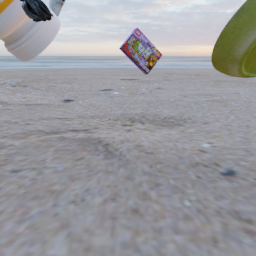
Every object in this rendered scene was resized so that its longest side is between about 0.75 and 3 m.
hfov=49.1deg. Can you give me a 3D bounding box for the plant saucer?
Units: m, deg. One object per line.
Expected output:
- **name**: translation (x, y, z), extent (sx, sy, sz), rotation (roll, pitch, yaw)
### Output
- **plant saucer**: translation (2.198, -1.339, 3.732), extent (2.203, 0.342, 2.203), rotation (-21, -21, -9)

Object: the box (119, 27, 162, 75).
- **box**: translation (0.474, -2.703, 9.919), extent (1.371, 0.938, 0.268), rotation (40, -9, -24)

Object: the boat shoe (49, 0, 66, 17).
- **boat shoe**: translation (-2.325, -4.377, 9.446), extent (0.446, 1.253, 0.437), rotation (10, 0, 37)

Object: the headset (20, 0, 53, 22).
- **headset**: translation (-0.142, -1.982, 2.804), extent (2.356, 1.107, 1.455), rotation (-31, -28, 2)

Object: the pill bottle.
- **pill bottle**: translation (-2.579, -2.560, 4.841), extent (1.619, 1.619, 2.889), rotation (15, -21, 45)
